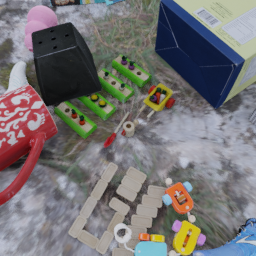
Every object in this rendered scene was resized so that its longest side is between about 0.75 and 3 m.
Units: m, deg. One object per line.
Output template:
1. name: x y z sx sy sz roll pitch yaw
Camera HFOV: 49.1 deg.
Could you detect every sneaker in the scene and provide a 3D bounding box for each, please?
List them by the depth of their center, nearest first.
1. sneaker: 2.252 2.281 5.361 2.111 0.829 0.941 -10 56 4
2. sneaker: -2.866 -1.048 7.448 0.643 0.565 1.605 11 64 -12

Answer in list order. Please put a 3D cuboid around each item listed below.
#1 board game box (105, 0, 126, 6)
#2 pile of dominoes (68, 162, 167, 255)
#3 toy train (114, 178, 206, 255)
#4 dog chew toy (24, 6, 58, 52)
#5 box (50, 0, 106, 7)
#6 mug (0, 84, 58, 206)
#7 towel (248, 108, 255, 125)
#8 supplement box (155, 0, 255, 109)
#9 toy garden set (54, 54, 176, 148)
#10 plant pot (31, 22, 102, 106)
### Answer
1. board game box: -0.383 -3.673 7.268 0.608 0.189 0.806 -17 104 0
2. pile of dominoes: -0.161 1.802 6.098 1.475 0.301 1.893 28 73 10
3. toy train: 0.714 2.013 5.737 1.913 0.532 1.437 -30 70 -18
4. dog chew toy: -2.611 -2.857 8.217 0.879 0.879 1.412 10 70 5
5. box: -1.423 -4.581 9.043 2.320 0.955 0.570 -7 62 -3
6. mug: -2.833 0.409 6.189 2.478 1.654 2.200 -34 92 -21
7. towel: 3.538 -0.315 6.571 1.065 1.286 0.550 37 69 19
8. supplement box: 2.585 -2.486 7.442 2.641 1.775 2.644 -32 66 -16
9. toy garden set: -0.255 -0.710 7.212 2.150 0.515 2.579 39 68 18
10. plant pot: -1.677 -1.717 7.114 1.539 1.366 1.536 -17 54 -2
